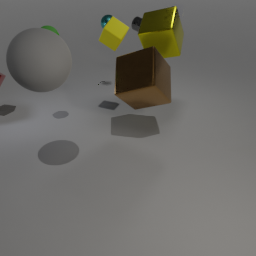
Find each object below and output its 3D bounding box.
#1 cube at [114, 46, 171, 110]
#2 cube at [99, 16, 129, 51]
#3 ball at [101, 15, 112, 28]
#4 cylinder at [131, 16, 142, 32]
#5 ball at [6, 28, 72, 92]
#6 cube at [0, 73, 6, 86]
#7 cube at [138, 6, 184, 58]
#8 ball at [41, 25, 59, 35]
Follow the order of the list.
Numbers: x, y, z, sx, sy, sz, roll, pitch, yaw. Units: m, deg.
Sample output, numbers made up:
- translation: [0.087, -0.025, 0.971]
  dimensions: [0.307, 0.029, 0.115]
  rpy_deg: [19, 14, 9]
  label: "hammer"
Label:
- translation: [0.518, -1.576, 9.212]
  dimensions: [1.400, 1.400, 1.400]
  rpy_deg: [-9, -21, 28]
  label: "cube"
- translation: [-0.499, -3.296, 9.831]
  dimensions: [0.700, 0.700, 0.700]
  rpy_deg: [32, 61, -7]
  label: "cube"
- translation: [-0.874, -4.698, 12.526]
  dimensions: [0.700, 0.700, 0.700]
  rpy_deg: [0, 29, 0]
  label: "ball"
- translation: [0.657, -5.370, 14.638]
  dimensions: [0.700, 0.700, 0.700]
  rpy_deg: [33, 41, 26]
  label: "cylinder"
- translation: [-1.970, -1.504, 6.277]
  dimensions: [1.400, 1.400, 1.400]
  rpy_deg: [0, 29, 0]
  label: "ball"
- translation: [-5.360, -1.924, 10.985]
  dimensions: [0.700, 0.700, 0.700]
  rpy_deg: [29, 5, -14]
  label: "cube"
- translation: [1.378, -3.813, 11.382]
  dimensions: [1.400, 1.400, 1.400]
  rpy_deg: [-2, 55, 25]
  label: "cube"
- translation: [-2.524, -2.875, 8.865]
  dimensions: [0.700, 0.700, 0.700]
  rpy_deg: [0, 29, 0]
  label: "ball"
